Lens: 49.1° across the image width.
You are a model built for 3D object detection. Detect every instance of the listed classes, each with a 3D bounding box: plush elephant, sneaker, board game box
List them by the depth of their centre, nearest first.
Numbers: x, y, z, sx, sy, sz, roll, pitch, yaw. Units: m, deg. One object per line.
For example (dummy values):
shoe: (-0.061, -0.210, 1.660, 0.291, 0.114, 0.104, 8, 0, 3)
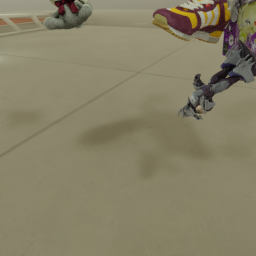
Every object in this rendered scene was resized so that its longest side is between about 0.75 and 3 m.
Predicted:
sneaker: (1.483, -2.557, 6.120, 0.922, 1.108, 2.460, 41, 35, 26)
board game box: (2.809, -2.184, 6.174, 0.431, 1.603, 2.671, -10, 24, -2)
plush elephant: (-1.445, -2.979, 6.691, 1.123, 1.055, 1.363, -18, 12, 7)

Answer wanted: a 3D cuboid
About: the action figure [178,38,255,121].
action figure: (1.590, -0.780, 5.221, 0.602, 1.734, 1.128, 38, 23, -26)
